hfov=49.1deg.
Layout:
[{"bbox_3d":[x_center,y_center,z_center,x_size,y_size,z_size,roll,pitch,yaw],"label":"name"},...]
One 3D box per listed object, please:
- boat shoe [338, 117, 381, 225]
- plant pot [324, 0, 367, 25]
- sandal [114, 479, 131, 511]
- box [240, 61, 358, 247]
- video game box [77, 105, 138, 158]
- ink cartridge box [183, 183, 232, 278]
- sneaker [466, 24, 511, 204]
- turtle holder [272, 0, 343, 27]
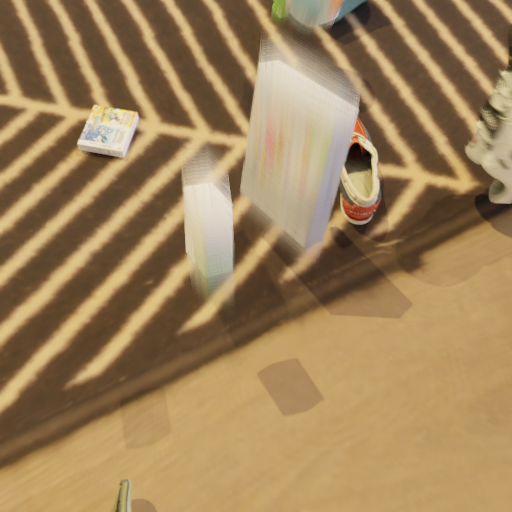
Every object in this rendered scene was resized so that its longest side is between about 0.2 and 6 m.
[{"bbox_3d":[1.613,-1.602,9.225,0.782,0.687,2.197,-3,62,1],"label":"boat shoe"},{"bbox_3d":[1.614,-5.182,10.797,1.151,1.175,1.175,-44,71,-11],"label":"plant pot"},{"bbox_3d":[-1.276,3.653,6.683,0.564,0.785,1.977,-14,70,-26],"label":"sandal"},{"bbox_3d":[0.484,-1.346,7.513,0.408,1.984,1.546,-19,48,-33],"label":"box"},{"bbox_3d":[-2.576,-2.177,9.775,0.814,0.209,0.893,11,64,3],"label":"video game box"},{"bbox_3d":[-0.538,-0.300,6.255,0.362,0.859,0.628,-13,36,-23],"label":"ink cartridge box"},{"bbox_3d":[3.700,-1.876,8.104,1.343,3.035,1.124,-9,39,23],"label":"sneaker"},{"bbox_3d":[0.840,-4.339,9.324,1.322,0.939,1.005,-13,32,16],"label":"turtle holder"}]
